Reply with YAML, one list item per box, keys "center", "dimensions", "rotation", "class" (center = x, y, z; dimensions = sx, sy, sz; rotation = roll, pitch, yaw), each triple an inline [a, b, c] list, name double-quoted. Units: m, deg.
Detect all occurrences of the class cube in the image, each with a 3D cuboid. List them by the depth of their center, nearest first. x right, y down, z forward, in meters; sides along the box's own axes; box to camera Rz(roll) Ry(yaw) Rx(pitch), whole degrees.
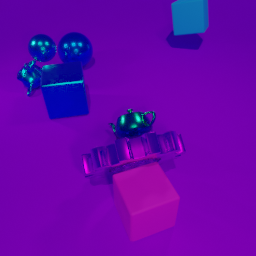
- center: [0.310, 1.382, 5.315]
  dimensions: [0.937, 0.937, 0.937]
  rotation: [-15, 43, -16]
  class: "cube"
- center: [-1.769, -1.081, 7.950]
  dimensions: [1.124, 1.124, 1.124]
  rotation: [-8, 42, -7]
  class: "cube"
- center: [2.364, -4.232, 10.563]
  dimensions: [1.141, 1.141, 1.141]
  rotation: [2, 30, 23]
  class: "cube"

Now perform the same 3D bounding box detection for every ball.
- center: [-2.600, -2.421, 8.499]
  dimensions: [0.834, 0.834, 0.834]
  rotation: [0, 41, 0]
  class: "ball"
- center: [-1.825, -2.697, 9.717]
  dimensions: [1.214, 1.214, 1.214]
  rotation: [0, 41, 0]
  class: "ball"

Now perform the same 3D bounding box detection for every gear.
- center: [0.096, 0.564, 5.503]
  dimensions: [2.001, 2.001, 0.370]
  rotation: [-11, 75, -12]
  class: "gear"

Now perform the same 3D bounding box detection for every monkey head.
- center: [-2.945, -1.683, 8.786]
  dimensions: [0.946, 0.792, 1.315]
  rotation: [-17, 40, 48]
  class: "monkey head"

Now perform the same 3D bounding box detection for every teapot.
- center: [0.078, -0.091, 6.993]
  dimensions: [1.513, 0.741, 0.941]
  rotation: [-19, -11, 37]
  class: "teapot"
